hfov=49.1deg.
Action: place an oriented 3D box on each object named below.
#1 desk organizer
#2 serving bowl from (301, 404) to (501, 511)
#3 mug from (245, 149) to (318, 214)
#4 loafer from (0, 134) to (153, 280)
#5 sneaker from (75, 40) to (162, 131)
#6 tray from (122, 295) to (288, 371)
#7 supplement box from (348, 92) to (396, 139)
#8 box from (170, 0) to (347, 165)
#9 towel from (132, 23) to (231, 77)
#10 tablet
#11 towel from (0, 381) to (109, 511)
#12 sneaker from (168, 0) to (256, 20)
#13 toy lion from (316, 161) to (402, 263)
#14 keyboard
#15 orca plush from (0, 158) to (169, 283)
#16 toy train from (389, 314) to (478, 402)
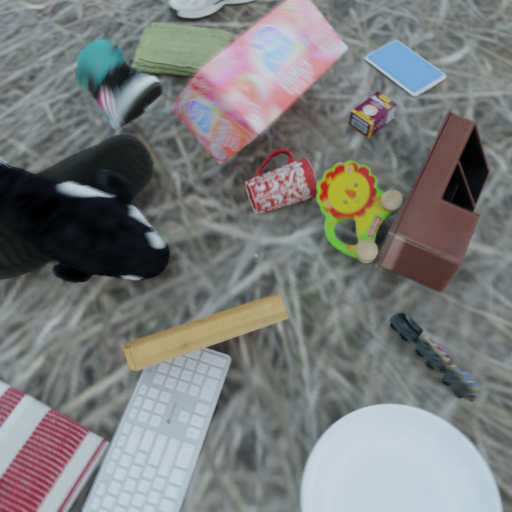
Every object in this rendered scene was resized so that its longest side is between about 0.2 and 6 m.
[{"bbox_3d":[3.144,-0.953,9.351,1.138,1.060,2.957,25,62,12],"label":"desk organizer"},{"bbox_3d":[1.724,3.133,6.992,2.377,0.782,2.377,0,58,0],"label":"serving bowl"},{"bbox_3d":[0.389,-1.258,9.773,1.116,0.744,0.990,-21,49,-7],"label":"mug"},{"bbox_3d":[-3.350,-0.770,9.241,3.551,1.296,1.267,-32,19,-19],"label":"loafer"},{"bbox_3d":[-2.420,-3.084,9.672,0.960,2.296,1.387,-39,105,-19],"label":"sneaker"},{"bbox_3d":[-0.740,1.067,7.885,2.164,1.067,0.401,-17,86,-20],"label":"tray"},{"bbox_3d":[2.240,-2.715,10.791,0.516,0.407,0.789,40,67,22],"label":"supplement box"},{"bbox_3d":[0.080,-3.214,10.080,1.395,1.512,2.947,48,62,-12],"label":"box"},{"bbox_3d":[-1.554,-4.323,11.811,1.950,0.356,1.447,6,58,5],"label":"towel"},{"bbox_3d":[3.101,-3.941,11.722,0.967,0.101,1.486,-33,63,-18],"label":"tablet"},{"bbox_3d":[-3.679,2.764,7.515,2.789,0.317,2.009,23,59,12],"label":"towel"},{"bbox_3d":[-0.946,-6.159,12.373,2.255,1.298,0.851,-23,61,-14],"label":"sneaker"},{"bbox_3d":[1.575,-0.777,9.202,1.379,0.494,1.439,26,89,11],"label":"toy lion"},{"bbox_3d":[-1.509,3.019,7.396,1.158,0.219,4.113,15,60,9],"label":"keyboard"},{"bbox_3d":[-2.614,-0.627,8.009,1.792,3.406,1.211,-46,24,-9],"label":"orca plush"},{"bbox_3d":[2.620,1.466,8.259,0.374,0.279,1.634,-12,51,-43],"label":"toy train"}]
